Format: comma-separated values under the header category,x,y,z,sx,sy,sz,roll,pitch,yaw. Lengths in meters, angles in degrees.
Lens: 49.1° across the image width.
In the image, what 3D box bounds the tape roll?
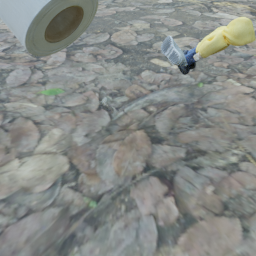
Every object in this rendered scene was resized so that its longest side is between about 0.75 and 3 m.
category,x,y,z,sx,sy,sz,roll,pitch,yaw
tape roll,-2.417,-3.663,8.213,1.810,2.637,2.637,50,51,4

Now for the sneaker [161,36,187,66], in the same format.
category,x,y,z,sx,sy,sz,roll,pitch,yaw
sneaker,1.148,-1.875,7.003,0.441,0.402,1.076,18,42,-36

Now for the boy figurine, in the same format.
category,x,y,z,sx,sy,sz,roll,pitch,yaw
boy figurine,2.573,-2.435,8.221,2.444,0.787,1.519,-19,17,49
